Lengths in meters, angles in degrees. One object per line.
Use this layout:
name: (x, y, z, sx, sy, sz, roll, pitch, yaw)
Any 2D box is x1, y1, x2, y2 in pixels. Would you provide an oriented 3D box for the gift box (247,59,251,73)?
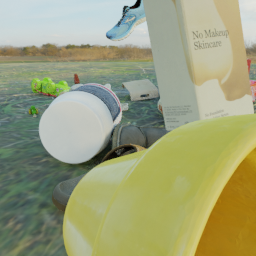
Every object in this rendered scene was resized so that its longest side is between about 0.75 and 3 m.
gift box: (3.127, -1.883, 10.935, 2.303, 2.276, 2.467, 17, 17, 41)

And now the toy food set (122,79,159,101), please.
toy food set: (0.548, -1.820, 13.553, 1.338, 0.563, 1.864, -10, 28, -12)

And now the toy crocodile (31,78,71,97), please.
toy crocodile: (-3.949, -2.002, 14.130, 2.845, 0.879, 0.960, 16, 21, 31)

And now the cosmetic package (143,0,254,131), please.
cosmetic package: (1.069, -1.210, 4.262, 1.243, 2.364, 0.840, -18, 11, -30)

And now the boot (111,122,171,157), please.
boot: (0.821, 0.322, 6.265, 2.197, 0.797, 1.997, 9, 19, 8)

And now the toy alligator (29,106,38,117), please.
toy alligator: (-3.428, -0.634, 10.161, 0.304, 0.278, 1.026, -7, 17, -22)

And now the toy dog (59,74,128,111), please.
toy dog: (-1.398, -1.332, 10.646, 2.787, 1.342, 1.838, 7, 17, 22)

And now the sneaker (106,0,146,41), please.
sneaker: (-0.078, -3.632, 9.256, 1.794, 0.807, 0.703, -42, 46, -2)

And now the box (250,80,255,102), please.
box: (4.901, -1.804, 12.997, 0.910, 0.950, 1.906, -7, 18, -22)

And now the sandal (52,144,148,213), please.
sandal: (-0.112, 0.667, 4.867, 2.596, 0.708, 1.061, -13, 21, -38)

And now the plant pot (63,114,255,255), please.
plant pot: (0.417, 0.929, 2.201, 1.974, 1.974, 1.857, -11, 3, -33)

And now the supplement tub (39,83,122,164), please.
supplement tub: (-0.992, -0.184, 6.438, 1.481, 1.481, 2.111, 2, 16, 7)

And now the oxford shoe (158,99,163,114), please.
oxford shoe: (1.585, -0.634, 9.346, 1.091, 1.046, 2.955, -19, 10, 9)
